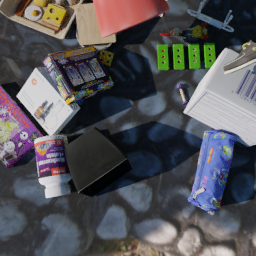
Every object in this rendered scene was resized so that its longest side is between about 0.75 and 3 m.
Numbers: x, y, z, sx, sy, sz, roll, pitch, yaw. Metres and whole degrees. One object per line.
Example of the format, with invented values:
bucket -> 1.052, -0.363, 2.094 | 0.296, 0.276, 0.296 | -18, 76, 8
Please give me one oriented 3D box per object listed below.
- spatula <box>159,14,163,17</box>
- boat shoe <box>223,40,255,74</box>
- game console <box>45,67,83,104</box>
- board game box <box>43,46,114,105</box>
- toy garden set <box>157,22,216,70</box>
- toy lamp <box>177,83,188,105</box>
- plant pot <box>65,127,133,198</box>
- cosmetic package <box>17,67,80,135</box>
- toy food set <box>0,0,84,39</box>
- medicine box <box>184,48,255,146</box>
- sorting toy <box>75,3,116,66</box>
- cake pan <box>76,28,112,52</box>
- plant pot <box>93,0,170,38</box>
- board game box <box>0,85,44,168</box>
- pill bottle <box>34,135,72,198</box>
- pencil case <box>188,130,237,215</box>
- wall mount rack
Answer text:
spatula -> 0.799, -5.133, 11.196 | 1.533, 0.123, 1.066 | 19, 86, 4
boat shoe -> 3.065, -1.874, 6.664 | 1.771, 0.631, 0.533 | -26, 94, 23
game console -> -2.402, -1.796, 10.577 | 1.412, 0.979, 1.654 | 4, 78, 32
board game box -> -1.650, -1.868, 9.683 | 2.006, 0.569, 1.658 | -30, 90, -47
toy garden set -> 2.176, -3.072, 10.689 | 2.130, 0.425, 1.775 | -2, 82, 0
toy lamp -> 2.026, -1.277, 10.450 | 0.235, 0.235, 0.807 | -17, 81, -3
plant pot -> -1.059, 1.067, 9.347 | 1.818, 1.814, 1.613 | -33, 71, -5
cosmetic package -> -2.815, -0.913, 9.823 | 1.968, 0.509, 1.484 | 48, 117, 4
toy food set -> -3.244, -4.845, 10.750 | 2.809, 0.849, 2.016 | 23, 81, 4
medicine box -> 3.524, -0.790, 9.003 | 2.631, 2.889, 1.487 | 29, 81, 5
sorting toy -> -1.144, -3.767, 10.421 | 1.393, 0.489, 2.890 | -2, 107, 10
cake pan -> -1.210, -3.646, 10.732 | 1.523, 0.279, 1.523 | 0, 89, 3
plant pot -> -0.109, -3.980, 8.216 | 2.208, 2.208, 1.953 | -24, 107, -4
board game box -> -4.541, -0.131, 10.185 | 1.666, 0.448, 2.775 | -41, 82, -11
pill bottle -> -2.509, 1.308, 9.553 | 1.113, 1.113, 1.997 | -10, 80, -2
pencil case -> 2.826, 1.432, 9.494 | 1.219, 1.095, 2.807 | 26, 76, -41
wall mount rack -> 3.163, -4.192, 10.343 | 1.929, 0.719, 1.676 | 25, 36, 4
